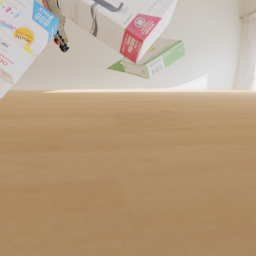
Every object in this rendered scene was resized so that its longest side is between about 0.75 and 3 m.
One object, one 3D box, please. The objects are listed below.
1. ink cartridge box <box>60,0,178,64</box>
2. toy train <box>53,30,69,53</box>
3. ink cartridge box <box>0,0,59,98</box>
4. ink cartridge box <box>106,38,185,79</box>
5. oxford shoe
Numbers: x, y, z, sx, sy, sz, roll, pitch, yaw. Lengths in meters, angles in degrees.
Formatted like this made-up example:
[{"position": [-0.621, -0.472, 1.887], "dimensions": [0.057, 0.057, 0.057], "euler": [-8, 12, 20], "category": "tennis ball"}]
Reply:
[{"position": [-0.203, -2.544, 5.829], "dimensions": [1.994, 1.453, 0.846], "euler": [33, -22, 5], "category": "ink cartridge box"}, {"position": [-2.206, -2.788, 8.855], "dimensions": [0.229, 0.308, 1.343], "euler": [31, -9, 15], "category": "toy train"}, {"position": [-2.049, -1.441, 4.725], "dimensions": [0.954, 1.656, 0.562], "euler": [35, -16, -12], "category": "ink cartridge box"}, {"position": [0.500, -2.594, 10.034], "dimensions": [1.840, 0.606, 2.528], "euler": [-37, 39, -23], "category": "ink cartridge box"}, {"position": [-2.777, -4.358, 11.334], "dimensions": [0.708, 1.895, 0.667], "euler": [-21, 17, 2], "category": "oxford shoe"}]
